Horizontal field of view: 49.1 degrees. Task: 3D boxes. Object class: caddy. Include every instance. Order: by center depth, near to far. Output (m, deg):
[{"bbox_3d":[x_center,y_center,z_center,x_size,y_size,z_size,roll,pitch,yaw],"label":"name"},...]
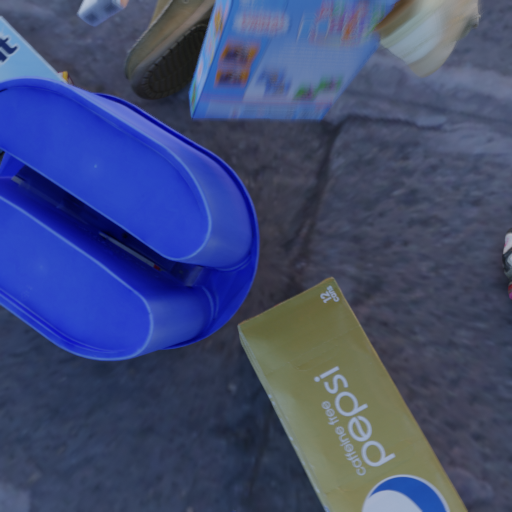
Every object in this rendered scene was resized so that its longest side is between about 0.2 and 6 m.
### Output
[{"bbox_3d":[-1.960,-0.483,7.385,4.120,2.162,2.912,33,98,10],"label":"caddy"}]

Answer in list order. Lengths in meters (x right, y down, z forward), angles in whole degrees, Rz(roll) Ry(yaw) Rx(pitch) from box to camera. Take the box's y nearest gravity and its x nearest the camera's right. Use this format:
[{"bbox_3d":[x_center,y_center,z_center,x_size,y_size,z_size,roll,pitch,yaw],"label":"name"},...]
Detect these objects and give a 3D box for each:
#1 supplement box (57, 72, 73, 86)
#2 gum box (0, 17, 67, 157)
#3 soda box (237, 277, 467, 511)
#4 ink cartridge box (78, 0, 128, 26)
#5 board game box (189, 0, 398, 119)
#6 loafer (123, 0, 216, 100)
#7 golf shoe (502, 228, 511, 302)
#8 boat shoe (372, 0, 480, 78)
[{"bbox_3d":[-3.309,-2.606,8.891,0.715,0.369,0.468,-3,76,-2],"label":"supplement box"},{"bbox_3d":[-4.072,-2.704,8.391,1.586,0.416,1.866,-44,95,2],"label":"gum box"},{"bbox_3d":[1.302,2.487,6.817,1.362,1.441,4.254,-27,75,-8],"label":"soda box"},{"bbox_3d":[-1.740,-3.619,7.110,0.315,1.019,1.257,31,77,-35],"label":"ink cartridge box"},{"bbox_3d":[0.316,-2.179,6.038,1.737,2.297,0.420,-3,78,-17],"label":"board game box"},{"bbox_3d":[-1.175,-3.698,8.885,1.023,1.153,3.033,31,66,10],"label":"loafer"},{"bbox_3d":[4.773,0.017,7.829,2.531,0.919,1.165,-2,73,-1],"label":"golf shoe"},{"bbox_3d":[1.528,-2.029,4.681,0.579,0.643,1.783,48,47,-12],"label":"boat shoe"}]
